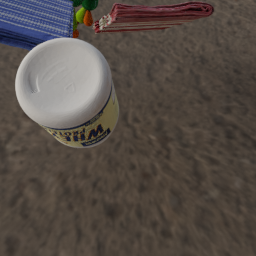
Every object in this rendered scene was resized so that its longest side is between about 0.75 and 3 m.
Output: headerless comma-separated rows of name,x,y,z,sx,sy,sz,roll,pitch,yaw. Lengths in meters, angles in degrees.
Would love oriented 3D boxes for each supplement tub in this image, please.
supplement tub,-0.553,-0.275,2.998,0.874,1.206,0.874,-1,73,3

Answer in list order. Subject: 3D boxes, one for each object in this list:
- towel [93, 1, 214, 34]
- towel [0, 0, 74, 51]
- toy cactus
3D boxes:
towel,0.373,-2.631,6.843,2.130,0.336,2.957,-7,15,-14
towel,-1.421,-1.514,3.698,1.404,0.231,1.939,11,36,-17
toy cactus,-1.002,-3.104,6.165,2.052,2.487,1.272,-33,78,3
